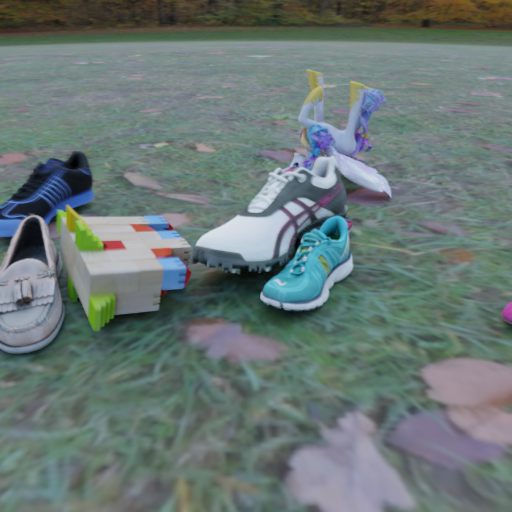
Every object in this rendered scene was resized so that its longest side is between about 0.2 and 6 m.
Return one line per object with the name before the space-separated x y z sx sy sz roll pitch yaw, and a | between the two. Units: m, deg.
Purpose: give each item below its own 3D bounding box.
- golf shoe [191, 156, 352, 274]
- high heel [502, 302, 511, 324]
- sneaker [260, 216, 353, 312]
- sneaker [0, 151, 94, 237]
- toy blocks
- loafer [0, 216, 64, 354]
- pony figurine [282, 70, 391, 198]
golf shoe | 0.235 -0.647 8.712 1.254 1.431 3.248 11 23 41
high heel | 4.100 0.356 7.451 1.962 0.941 0.661 -9 27 -19
sneaker | 0.741 0.089 8.065 0.867 0.891 2.237 13 30 26
sneaker | -3.964 -1.195 10.294 0.882 0.980 2.515 10 29 19
toy blocks | -1.745 0.059 8.025 1.708 1.249 2.499 -3 26 -29
loafer | -3.181 0.282 7.701 0.975 0.853 2.713 -7 27 -14
pony figurine | 1.790 -2.405 12.022 2.468 2.556 2.129 13 16 -10
